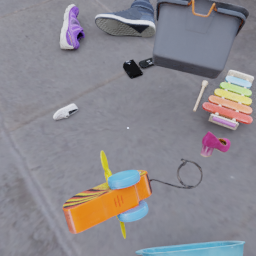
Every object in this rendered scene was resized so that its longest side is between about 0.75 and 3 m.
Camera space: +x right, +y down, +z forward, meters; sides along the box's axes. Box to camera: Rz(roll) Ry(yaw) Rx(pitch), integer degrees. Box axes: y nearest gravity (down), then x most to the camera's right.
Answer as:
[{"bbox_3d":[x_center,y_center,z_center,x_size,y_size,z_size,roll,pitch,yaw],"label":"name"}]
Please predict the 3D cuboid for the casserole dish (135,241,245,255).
[{"bbox_3d":[1.523,3.099,6.749,2.653,1.607,0.515,-5,71,-3],"label":"casserole dish"}]

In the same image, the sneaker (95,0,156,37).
[{"bbox_3d":[-0.091,-5.255,12.888,2.733,1.039,1.975,6,65,-7],"label":"sneaker"}]

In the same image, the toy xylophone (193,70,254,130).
[{"bbox_3d":[3.511,-1.043,10.205,1.952,0.670,2.666,15,55,11],"label":"toy xylophone"}]

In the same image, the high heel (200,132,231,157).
[{"bbox_3d":[1.980,0.246,6.142,1.155,0.554,0.389,-10,30,-39],"label":"high heel"}]

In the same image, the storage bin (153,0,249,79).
[{"bbox_3d":[1.803,-2.449,7.685,2.454,1.786,1.648,14,87,6],"label":"storage bin"}]

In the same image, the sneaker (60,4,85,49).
[{"bbox_3d":[-2.450,-4.483,12.696,1.050,1.015,2.516,8,62,-13],"label":"sneaker"}]

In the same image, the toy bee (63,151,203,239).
[{"bbox_3d":[-0.028,1.239,5.217,2.387,1.297,1.562,6,87,-19],"label":"toy bee"}]

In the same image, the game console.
[{"bbox_3d":[0.599,-2.585,11.622,1.529,0.184,0.902,-21,57,-13],"label":"game console"}]

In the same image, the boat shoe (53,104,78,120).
[{"bbox_3d":[-2.221,-0.529,10.083,0.945,0.340,0.324,-30,58,-31],"label":"boat shoe"}]
